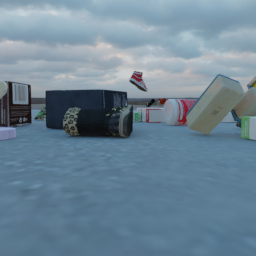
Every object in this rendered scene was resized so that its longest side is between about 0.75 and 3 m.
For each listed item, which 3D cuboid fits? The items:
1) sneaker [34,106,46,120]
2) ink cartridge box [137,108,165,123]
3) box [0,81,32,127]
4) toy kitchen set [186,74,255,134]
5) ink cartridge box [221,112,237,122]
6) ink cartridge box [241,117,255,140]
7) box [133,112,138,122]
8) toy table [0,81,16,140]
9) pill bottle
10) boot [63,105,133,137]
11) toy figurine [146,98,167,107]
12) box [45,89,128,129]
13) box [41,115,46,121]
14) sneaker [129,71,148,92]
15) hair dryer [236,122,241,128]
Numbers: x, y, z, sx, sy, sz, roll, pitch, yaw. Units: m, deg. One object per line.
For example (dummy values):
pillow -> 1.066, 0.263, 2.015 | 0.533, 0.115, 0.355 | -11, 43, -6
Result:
sneaker -> -4.828, -0.737, 15.498 | 1.213, 0.466, 0.537 | -41, -3, 42
ink cartridge box -> 1.281, -0.674, 14.273 | 1.216, 0.706, 1.685 | -2, 5, -20
box -> -5.264, -0.952, 11.283 | 2.121, 1.742, 1.760 | 1, 5, 10
toy kitchen set -> 3.296, -0.920, 8.545 | 2.826, 1.665, 2.264 | 17, 44, -17
ink cartridge box -> 5.964, -0.556, 14.103 | 2.663, 0.522, 1.324 | -1, 5, 1
ink cartridge box -> 3.558, 0.043, 6.437 | 0.985, 0.566, 1.683 | -1, 5, -16
box -> -0.083, -0.581, 14.367 | 0.964, 0.528, 1.093 | 1, 5, -15
toy table -> -4.165, -0.431, 7.036 | 2.461, 1.441, 2.262 | -3, 5, -19
pill bottle -> 2.598, -0.672, 11.976 | 1.956, 1.098, 1.098 | 0, 5, -16
boot -> -0.752, -0.221, 8.204 | 1.791, 0.870, 2.379 | 1, 11, 3
toy figurine -> 1.811, -1.183, 17.273 | 1.290, 1.270, 0.898 | -8, -9, -21
box -> -1.470, -0.709, 10.554 | 2.321, 1.439, 2.282 | 2, 7, 20
box -> -4.375, -0.565, 15.498 | 0.265, 0.289, 0.826 | 3, 6, 35
sneaker -> 0.458, -1.689, 10.024 | 0.324, 0.511, 0.908 | 8, -17, 46
hair dryer -> 4.673, -0.149, 9.463 | 1.311, 0.467, 1.721 | 0, 6, -15
